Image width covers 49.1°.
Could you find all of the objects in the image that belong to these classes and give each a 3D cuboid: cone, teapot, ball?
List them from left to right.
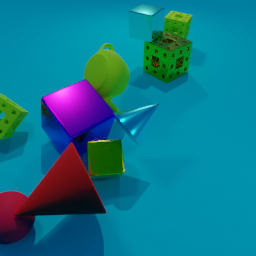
[{"bbox_3d":[-2.123,1.586,4.990,0.905,0.905,0.905,0,41,0],"label":"ball"},{"bbox_3d":[-1.274,1.151,4.743,1.366,1.360,1.360,-26,46,-12],"label":"cone"},{"bbox_3d":[-0.475,-1.240,7.104,1.248,2.007,0.983,-16,-17,42],"label":"teapot"},{"bbox_3d":[0.302,-0.224,5.677,0.880,0.876,0.876,-39,49,-4],"label":"cone"}]

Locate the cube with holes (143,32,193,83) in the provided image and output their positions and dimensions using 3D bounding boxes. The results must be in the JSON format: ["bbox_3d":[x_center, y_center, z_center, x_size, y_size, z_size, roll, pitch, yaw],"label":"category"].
[{"bbox_3d":[1.312,-2.399,9.454,1.121,1.121,1.121,-31,49,-30],"label":"cube with holes"}]

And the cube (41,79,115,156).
[{"bbox_3d":[-1.199,-0.166,6.549,1.203,1.203,1.203,-30,70,-30],"label":"cube"}]

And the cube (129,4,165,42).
[{"bbox_3d":[0.604,-3.420,9.107,0.864,0.864,0.864,21,44,24],"label":"cube"}]

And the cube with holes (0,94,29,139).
[{"bbox_3d":[-3.075,-0.302,6.829,0.800,0.800,0.800,36,87,-8],"label":"cube with holes"}]

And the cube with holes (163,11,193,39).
[{"bbox_3d":[1.890,-3.892,10.825,0.852,0.852,0.852,19,44,15],"label":"cube with holes"}]

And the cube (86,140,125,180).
[{"bbox_3d":[-0.501,0.689,5.958,0.711,0.711,0.711,-3,74,-11],"label":"cube"}]
